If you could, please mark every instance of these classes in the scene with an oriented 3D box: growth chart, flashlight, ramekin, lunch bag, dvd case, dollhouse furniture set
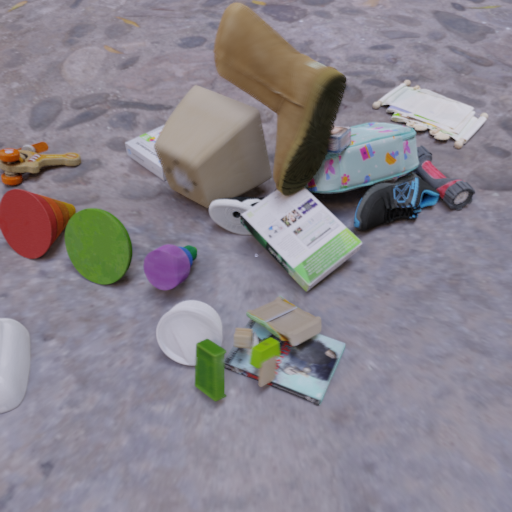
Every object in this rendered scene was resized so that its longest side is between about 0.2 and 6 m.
[{"bbox_3d":[4.541,-3.781,14.719,2.106,0.258,2.911,-34,54,-30],"label":"growth chart"},{"bbox_3d":[4.027,-1.786,12.372,0.633,0.635,1.870,-16,48,-11],"label":"flashlight"},{"bbox_3d":[-1.031,1.195,8.994,1.064,1.064,0.495,6,25,6],"label":"ramekin"},{"bbox_3d":[1.934,-2.167,12.080,2.622,1.011,2.103,-16,23,-14],"label":"lunch bag"},{"bbox_3d":[0.477,1.631,9.162,1.670,0.184,1.219,18,47,19],"label":"dvd case"},{"bbox_3d":[0.040,1.491,9.014,2.138,0.826,1.069,-20,32,-40],"label":"dollhouse furniture set"}]

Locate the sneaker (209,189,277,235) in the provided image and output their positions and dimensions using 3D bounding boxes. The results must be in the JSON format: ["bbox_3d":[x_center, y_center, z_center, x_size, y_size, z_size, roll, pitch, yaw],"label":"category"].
[{"bbox_3d":[0.095,-0.996,11.561,2.022,0.739,1.131,11,42,-1],"label":"sneaker"}]

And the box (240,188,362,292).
[{"bbox_3d":[0.829,-0.438,10.592,1.394,0.351,1.931,-36,68,-18],"label":"box"}]

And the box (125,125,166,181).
[{"bbox_3d":[-1.910,-2.644,13.446,1.933,0.398,1.507,-34,53,-29],"label":"box"}]

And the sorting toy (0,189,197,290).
[{"bbox_3d":[-2.899,-0.414,10.793,4.121,1.429,1.419,16,23,19],"label":"sorting toy"}]

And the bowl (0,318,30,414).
[{"bbox_3d":[-4.519,1.699,8.778,1.720,0.643,1.723,-9,46,-8],"label":"bowl"}]

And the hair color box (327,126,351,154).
[{"bbox_3d":[1.193,-2.318,10.944,1.186,0.359,0.593,13,36,28],"label":"hair color box"}]

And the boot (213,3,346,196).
[{"bbox_3d":[0.221,-2.999,10.738,0.988,2.618,2.989,-11,44,-42],"label":"boot"}]

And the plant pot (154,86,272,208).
[{"bbox_3d":[-1.002,-2.121,11.662,1.851,1.853,1.640,29,61,31],"label":"plant pot"}]

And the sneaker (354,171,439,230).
[{"bbox_3d":[2.893,-1.083,11.536,2.165,0.792,0.887,-32,52,-28],"label":"sneaker"}]

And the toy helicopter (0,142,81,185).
[{"bbox_3d":[-5.030,-2.244,12.981,1.841,0.726,1.218,-5,34,-21],"label":"toy helicopter"}]
